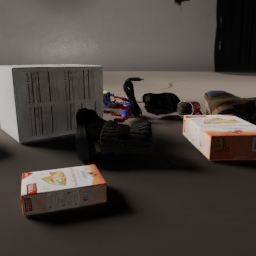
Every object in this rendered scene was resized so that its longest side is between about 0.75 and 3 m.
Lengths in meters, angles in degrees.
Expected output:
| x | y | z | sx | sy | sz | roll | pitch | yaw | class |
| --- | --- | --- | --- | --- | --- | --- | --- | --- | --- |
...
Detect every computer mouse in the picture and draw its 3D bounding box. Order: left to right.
| x | y | z | sx | sy | sz | roll | pitch | yaw | class |
| --- | --- | --- | --- | --- | --- | --- | --- | --- | --- |
| 0.950 | -1.304 | 11.896 | 2.693 | 1.891 | 0.620 | -9 | -22 | -33 | computer mouse |

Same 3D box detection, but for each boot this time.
| x | y | z | sx | sy | sz | roll | pitch | yaw | class |
| --- | --- | --- | --- | --- | --- | --- | --- | --- | --- |
| -0.395 | 0.076 | 7.616 | 1.899 | 0.956 | 2.540 | -8 | 26 | -5 | boot |
| 3.943 | -1.023 | 10.306 | 2.323 | 0.868 | 1.126 | -9 | 54 | -19 | boot |

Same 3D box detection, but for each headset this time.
| x | y | z | sx | sy | sz | roll | pitch | yaw | class |
| --- | --- | --- | --- | --- | --- | --- | --- | --- | --- |
| 5.133 | -0.879 | 10.844 | 1.655 | 1.259 | 2.680 | 8 | 25 | 28 | headset |

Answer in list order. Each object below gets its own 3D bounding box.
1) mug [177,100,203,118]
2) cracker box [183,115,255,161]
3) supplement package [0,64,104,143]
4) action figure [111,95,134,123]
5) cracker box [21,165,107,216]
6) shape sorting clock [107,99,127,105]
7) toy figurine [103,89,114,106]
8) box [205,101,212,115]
| x | y | z | sx | sy | sz | roll | pitch | yaw | class |
| --- | --- | --- | --- | --- | --- | --- | --- | --- | --- |
| 2.678 | -0.730 | 11.868 | 0.729 | 0.970 | 1.093 | -36 | -12 | 32 | mug |
| 2.650 | 0.176 | 7.865 | 1.617 | 0.696 | 2.414 | -1 | 14 | -5 | cracker box |
| -2.628 | -1.014 | 9.474 | 2.911 | 2.193 | 2.209 | -11 | 18 | -36 | supplement package |
| -0.357 | -0.796 | 11.268 | 1.218 | 0.803 | 2.462 | 11 | 12 | 13 | action figure |
| -1.160 | 1.059 | 5.013 | 1.393 | 0.402 | 0.933 | -6 | 15 | -18 | cracker box |
| -0.697 | -1.436 | 15.107 | 1.251 | 0.245 | 1.251 | 0 | 15 | 0 | shape sorting clock |
| -1.435 | -1.831 | 14.259 | 1.756 | 1.546 | 2.931 | -2 | 15 | -24 | toy figurine |
| 3.760 | -0.776 | 11.654 | 0.910 | 0.681 | 1.818 | 3 | 17 | 7 | box |
